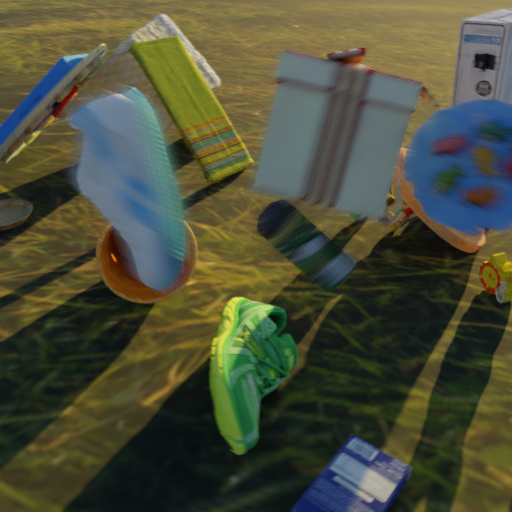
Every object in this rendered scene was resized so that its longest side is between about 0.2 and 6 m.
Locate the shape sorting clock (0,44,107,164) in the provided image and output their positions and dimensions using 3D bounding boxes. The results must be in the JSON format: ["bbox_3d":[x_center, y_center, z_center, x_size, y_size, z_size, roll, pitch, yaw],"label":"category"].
[{"bbox_3d":[-4.470,-3.280,12.283,3.521,0.691,3.521,-41,18,16],"label":"shape sorting clock"}]

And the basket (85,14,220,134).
[{"bbox_3d":[-2.425,-4.055,13.200,2.133,2.114,1.715,-30,21,35],"label":"basket"}]

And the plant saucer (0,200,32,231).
[{"bbox_3d":[-4.694,-0.727,10.397,1.062,0.188,1.062,0,33,0],"label":"plant saucer"}]

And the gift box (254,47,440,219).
[{"bbox_3d":[1.065,-1.495,6.794,1.883,1.758,1.738,12,11,-2],"label":"gift box"}]

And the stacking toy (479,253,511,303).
[{"bbox_3d":[4.874,0.771,7.723,2.198,0.685,2.915,-10,36,-12],"label":"stacking toy"}]

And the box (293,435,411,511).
[{"bbox_3d":[0.956,2.363,5.582,0.707,0.189,1.167,23,38,32],"label":"box"}]

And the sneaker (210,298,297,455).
[{"bbox_3d":[-0.005,1.251,6.683,0.988,0.876,2.365,-1,32,6],"label":"sneaker"}]

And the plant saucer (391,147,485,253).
[{"bbox_3d":[3.096,-1.044,9.540,2.265,0.366,2.265,30,34,-23],"label":"plant saucer"}]

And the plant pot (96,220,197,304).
[{"bbox_3d":[-1.735,-0.160,8.576,1.436,1.436,1.315,-10,18,-16],"label":"plant pot"}]

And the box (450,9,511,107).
[{"bbox_3d":[4.852,-3.217,11.467,1.872,3.209,0.965,-29,38,-35],"label":"box"}]

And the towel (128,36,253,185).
[{"bbox_3d":[-1.357,-3.170,12.039,1.428,3.319,0.300,-32,1,-44],"label":"towel"}]

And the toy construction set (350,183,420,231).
[{"bbox_3d":[2.356,-0.869,9.917,1.407,1.296,1.687,47,16,-7],"label":"toy construction set"}]

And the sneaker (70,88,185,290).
[{"bbox_3d":[-1.397,-0.670,6.224,0.893,2.211,0.846,-15,-5,9],"label":"sneaker"}]

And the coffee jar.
[{"bbox_3d":[0.543,-0.140,6.499,1.174,0.501,0.612,41,4,-12],"label":"coffee jar"}]

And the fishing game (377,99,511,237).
[{"bbox_3d":[2.806,-1.174,7.130,2.616,1.873,0.407,-7,-14,16],"label":"fishing game"}]
